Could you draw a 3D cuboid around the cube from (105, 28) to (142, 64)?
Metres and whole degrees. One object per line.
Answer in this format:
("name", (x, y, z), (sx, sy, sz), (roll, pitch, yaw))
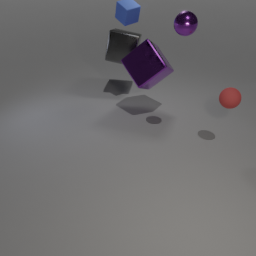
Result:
("cube", (-0.206, -3.912, 13.515), (1.400, 1.400, 1.400), (13, 23, 3))

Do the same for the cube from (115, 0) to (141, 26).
("cube", (-0.016, -4.614, 11.137), (0.700, 0.700, 0.700), (-28, 62, -26))

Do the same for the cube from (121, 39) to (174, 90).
("cube", (0.828, -2.571, 11.576), (1.400, 1.400, 1.400), (-35, -8, 20))

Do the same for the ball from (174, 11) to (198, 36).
("ball", (1.697, -3.065, 8.233), (0.700, 0.700, 0.700), (0, 29, 0))

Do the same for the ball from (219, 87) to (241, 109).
("ball", (3.365, -0.986, 9.235), (0.700, 0.700, 0.700), (0, 29, 0))
